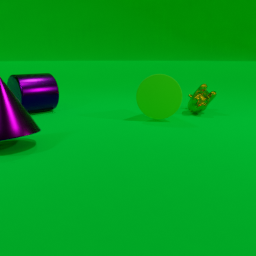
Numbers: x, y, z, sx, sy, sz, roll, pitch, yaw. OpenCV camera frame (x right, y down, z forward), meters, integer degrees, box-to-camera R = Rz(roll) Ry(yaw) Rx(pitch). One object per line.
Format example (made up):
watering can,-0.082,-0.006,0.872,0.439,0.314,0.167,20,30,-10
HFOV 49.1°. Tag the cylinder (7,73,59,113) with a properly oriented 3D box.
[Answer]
cylinder,-3.183,-1.166,9.385,1.291,1.291,1.291,-13,19,-41

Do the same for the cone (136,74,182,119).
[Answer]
cone,0.956,-1.064,8.595,1.307,1.307,1.312,2,17,6

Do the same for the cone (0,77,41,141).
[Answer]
cone,-2.577,-0.468,5.819,1.292,1.297,1.292,-8,8,1

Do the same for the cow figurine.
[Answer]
cow figurine,2.403,-0.918,9.532,1.364,0.749,1.342,-50,-3,-26
